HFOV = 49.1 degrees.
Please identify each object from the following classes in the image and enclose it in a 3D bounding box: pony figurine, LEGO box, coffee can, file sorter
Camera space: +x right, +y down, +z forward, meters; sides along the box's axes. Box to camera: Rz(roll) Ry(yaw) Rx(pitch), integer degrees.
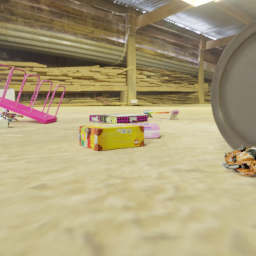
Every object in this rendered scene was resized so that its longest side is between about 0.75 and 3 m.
[{"bbox_3d":[-5.439,-0.602,12.599,1.025,0.884,1.062,14,-2,33],"label":"pony figurine"},{"bbox_3d":[-0.342,0.161,5.835,1.119,0.432,0.834,-4,7,-33],"label":"LEGO box"},{"bbox_3d":[3.118,-0.551,4.527,2.873,2.103,2.103,-3,6,-33],"label":"coffee can"},{"bbox_3d":[-4.329,-1.502,12.142,2.733,1.714,1.899,21,5,-3],"label":"file sorter"}]

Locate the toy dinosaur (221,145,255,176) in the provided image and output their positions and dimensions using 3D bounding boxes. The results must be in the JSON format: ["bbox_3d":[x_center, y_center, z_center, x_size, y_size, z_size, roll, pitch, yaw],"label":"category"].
[{"bbox_3d":[1.591,0.452,3.549,0.675,0.508,0.995,-14,25,-2],"label":"toy dinosaur"}]

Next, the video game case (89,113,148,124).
[{"bbox_3d":[-0.404,-0.441,12.433,1.789,0.353,1.974,5,8,43],"label":"video game case"}]

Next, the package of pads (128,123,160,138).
[{"bbox_3d":[0.311,0.065,7.199,0.971,0.367,0.585,0,3,0],"label":"package of pads"}]

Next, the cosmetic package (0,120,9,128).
[{"bbox_3d":[-4.557,-0.135,9.703,0.784,0.287,0.406,-2,6,-15],"label":"cosmetic package"}]

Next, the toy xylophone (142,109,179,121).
[{"bbox_3d":[1.522,-0.660,14.019,1.951,0.490,1.429,3,7,32],"label":"toy xylophone"}]
